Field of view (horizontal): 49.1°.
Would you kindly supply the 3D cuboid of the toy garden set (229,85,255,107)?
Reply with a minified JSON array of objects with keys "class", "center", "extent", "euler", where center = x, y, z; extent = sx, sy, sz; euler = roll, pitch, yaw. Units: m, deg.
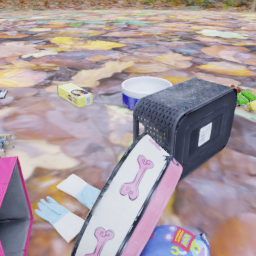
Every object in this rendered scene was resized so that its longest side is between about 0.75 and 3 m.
[{"class":"toy garden set","center":[4.078,-1.261,11.629],"extent":[2.027,0.404,1.689],"euler":[-6,31,-9]}]

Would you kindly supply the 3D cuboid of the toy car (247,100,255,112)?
[{"class":"toy car","center":[5.170,-0.885,10.001],"extent":[0.369,1.653,1.555],"euler":[-22,57,-38]}]

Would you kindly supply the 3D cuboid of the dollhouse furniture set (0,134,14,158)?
[{"class":"dollhouse furniture set","center":[-3.857,0.242,7.728],"extent":[0.985,1.405,0.991],"euler":[-5,29,-9]}]

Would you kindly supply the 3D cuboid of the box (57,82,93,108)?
[{"class":"box","center":[-2.270,-1.422,11.813],"extent":[0.697,0.464,1.852],"euler":[-22,35,-35]}]

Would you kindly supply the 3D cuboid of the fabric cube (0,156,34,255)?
[{"class":"fabric cube","center":[-2.741,1.674,4.793],"extent":[1.707,1.680,1.712],"euler":[-4,29,-7]}]

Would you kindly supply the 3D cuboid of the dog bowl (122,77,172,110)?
[{"class":"dog bowl","center":[0.764,-1.404,11.417],"extent":[2.032,0.800,2.032],"euler":[0,29,0]}]

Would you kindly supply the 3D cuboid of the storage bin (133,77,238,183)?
[{"class":"storage bin","center":[1.608,-0.056,7.688],"extent":[2.903,1.963,1.361],"euler":[-25,37,-38]}]

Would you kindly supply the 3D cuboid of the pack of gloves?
[{"class":"pack of gloves","center":[-1.225,1.764,6.220],"extent":[1.521,0.300,1.277],"euler":[20,45,40]}]

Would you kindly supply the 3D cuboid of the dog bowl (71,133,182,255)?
[{"class":"dog bowl","center":[0.083,1.350,4.841],"extent":[0.902,2.445,2.445],"euler":[28,35,10]}]

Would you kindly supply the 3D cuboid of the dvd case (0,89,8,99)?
[{"class":"dvd case","center":[-5.711,-1.469,12.268],"extent":[0.684,0.113,0.910],"euler":[-5,29,-10]}]

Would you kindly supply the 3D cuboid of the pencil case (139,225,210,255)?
[{"class":"pencil case","center":[0.388,2.588,3.736],"extent":[1.212,1.089,2.792],"euler":[36,35,4]}]
